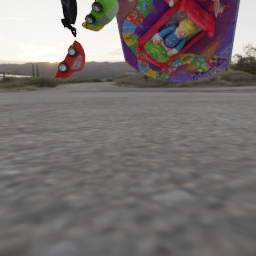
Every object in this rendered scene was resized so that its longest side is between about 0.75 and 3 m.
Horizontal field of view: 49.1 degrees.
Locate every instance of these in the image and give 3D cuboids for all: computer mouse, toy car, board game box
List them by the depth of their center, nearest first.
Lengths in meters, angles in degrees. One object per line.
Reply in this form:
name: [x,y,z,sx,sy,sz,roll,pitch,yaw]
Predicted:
toy car: [-0.489,-1.521,4.136,0.359,1.611,1.516,29,-21,-18]
board game box: [0.842,-1.803,5.254,2.301,2.913,0.567,3,51,14]
computer mouse: [-2.056,-4.208,9.936,0.441,1.674,1.159,-27,58,-23]
